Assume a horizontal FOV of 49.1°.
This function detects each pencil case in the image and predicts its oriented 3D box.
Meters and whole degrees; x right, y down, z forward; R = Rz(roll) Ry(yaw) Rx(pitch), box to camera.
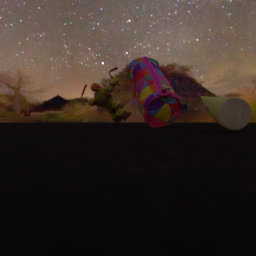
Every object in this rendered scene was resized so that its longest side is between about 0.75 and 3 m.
[{"bbox_3d":[0.747,-1.194,8.425,1.234,1.234,2.792,0,35,-14],"label":"pencil case"}]

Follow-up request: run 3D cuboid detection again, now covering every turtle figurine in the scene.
[{"bbox_3d":[-0.789,-1.176,11.460,2.651,2.138,0.854,-32,18,42],"label":"turtle figurine"}]

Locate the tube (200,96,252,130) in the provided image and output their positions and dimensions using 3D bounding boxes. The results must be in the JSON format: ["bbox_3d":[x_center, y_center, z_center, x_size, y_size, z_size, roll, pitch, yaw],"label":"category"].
[{"bbox_3d":[1.721,-0.299,5.148,0.512,0.572,1.972,-1,7,7],"label":"tube"}]
